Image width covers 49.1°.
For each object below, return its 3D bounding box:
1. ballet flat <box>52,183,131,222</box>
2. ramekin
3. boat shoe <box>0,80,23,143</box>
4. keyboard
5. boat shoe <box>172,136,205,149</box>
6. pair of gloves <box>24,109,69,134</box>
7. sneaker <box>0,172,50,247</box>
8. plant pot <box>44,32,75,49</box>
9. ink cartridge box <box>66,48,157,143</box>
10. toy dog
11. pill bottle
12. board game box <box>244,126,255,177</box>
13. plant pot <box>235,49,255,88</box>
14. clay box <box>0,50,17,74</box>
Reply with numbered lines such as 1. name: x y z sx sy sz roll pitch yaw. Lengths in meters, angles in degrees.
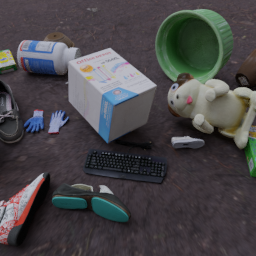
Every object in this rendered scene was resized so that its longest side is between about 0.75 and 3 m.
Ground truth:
1. ballet flat: -0.832 1.670 6.714 1.985 0.675 0.679 11 37 10
2. ramekin: 2.415 -2.920 10.061 2.641 2.641 1.290 31 45 28
3. boat shoe: -3.976 -0.596 8.932 0.876 0.746 2.620 -18 47 -17
4. keyboard: -0.030 0.812 7.884 2.243 0.231 1.425 7 45 6
5. boat shoe: 1.741 0.381 8.183 0.976 0.346 0.341 -2 45 -8
6. pair of gloves: -2.596 -0.221 8.983 1.356 0.155 1.090 0 45 1
7. sneaker: -2.635 1.749 6.625 1.010 0.629 1.884 11 48 8
8. plant pot: -3.072 -3.654 12.071 1.490 0.688 1.490 -1 42 1
9. ink cartridge box: -0.637 -1.082 8.143 1.538 1.499 2.393 -28 58 -31
10. toy dog: 2.406 -0.801 8.337 2.428 1.694 2.354 17 28 3
11. pill bottle: -2.949 -2.668 10.722 2.160 1.212 1.212 7 45 6
12. board game box: 4.432 0.695 7.845 2.126 0.429 1.627 5 45 5
13. plant pot: 4.643 -2.094 10.274 1.342 1.254 1.254 -37 54 -15
14. clay box: -5.051 -2.722 11.411 0.757 0.314 1.318 -20 48 -19
